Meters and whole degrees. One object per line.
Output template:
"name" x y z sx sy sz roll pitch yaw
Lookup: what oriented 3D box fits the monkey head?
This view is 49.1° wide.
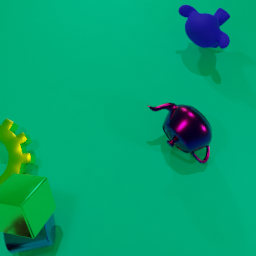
"monkey head" 2.191 -2.788 7.572 1.695 1.021 1.219 46 105 15

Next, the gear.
"gear" -3.143 0.726 6.306 1.983 0.367 1.983 0 79 -1

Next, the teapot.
"teapot" 1.245 0.033 6.454 0.940 1.194 1.921 -41 95 -10

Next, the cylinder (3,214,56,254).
"cylinder" -1.972 2.040 5.692 0.815 0.815 0.815 -10 64 -4

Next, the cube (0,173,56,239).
"cube" -1.922 1.398 5.137 0.784 0.784 0.784 3 29 19
